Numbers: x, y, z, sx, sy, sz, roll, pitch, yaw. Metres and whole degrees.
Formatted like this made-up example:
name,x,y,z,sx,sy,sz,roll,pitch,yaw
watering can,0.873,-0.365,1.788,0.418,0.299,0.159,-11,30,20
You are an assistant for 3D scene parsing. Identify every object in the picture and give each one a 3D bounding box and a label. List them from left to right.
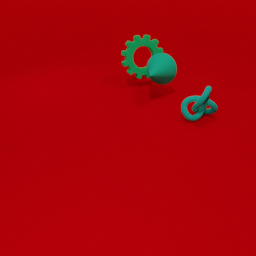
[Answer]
name,x,y,z,sx,sy,sz,roll,pitch,yaw
gear,0.566,-2.776,10.958,1.639,1.639,0.303,-8,20,-13
cone,0.982,-1.963,9.858,1.173,1.173,1.177,15,28,22
knot shape,2.262,-0.709,9.020,1.150,1.229,0.568,-25,48,-4
